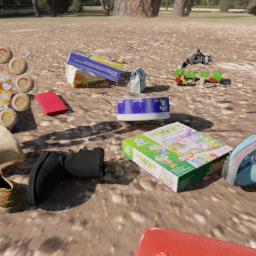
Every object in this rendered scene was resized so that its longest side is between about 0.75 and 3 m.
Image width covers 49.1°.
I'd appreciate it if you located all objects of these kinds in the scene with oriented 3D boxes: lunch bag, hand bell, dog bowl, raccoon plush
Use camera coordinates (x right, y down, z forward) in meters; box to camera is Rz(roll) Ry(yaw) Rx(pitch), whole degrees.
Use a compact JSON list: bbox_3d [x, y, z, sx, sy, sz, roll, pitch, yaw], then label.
[{"bbox_3d":[0.415,-2.047,11.789,0.586,0.961,0.818,9,27,19],"label":"lunch bag"},{"bbox_3d":[-3.497,0.883,6.174,1.086,1.086,2.085,21,44,35],"label":"hand bell"},{"bbox_3d":[0.466,-0.607,8.573,1.620,0.638,1.620,-3,5,0],"label":"dog bowl"},{"bbox_3d":[2.058,-1.932,8.403,0.632,0.943,0.456,45,31,-8],"label":"raccoon plush"}]

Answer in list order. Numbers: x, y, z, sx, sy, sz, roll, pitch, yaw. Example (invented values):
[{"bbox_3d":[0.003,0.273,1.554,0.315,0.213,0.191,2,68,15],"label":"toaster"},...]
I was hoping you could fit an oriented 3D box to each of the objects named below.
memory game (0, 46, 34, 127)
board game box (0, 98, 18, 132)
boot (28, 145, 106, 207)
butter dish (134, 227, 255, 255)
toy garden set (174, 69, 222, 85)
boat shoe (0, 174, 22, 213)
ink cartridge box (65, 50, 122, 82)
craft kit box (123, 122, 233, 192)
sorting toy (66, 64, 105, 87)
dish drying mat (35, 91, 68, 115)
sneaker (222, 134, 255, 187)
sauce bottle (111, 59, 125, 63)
[{"bbox_3d":[-3.607,-1.033,7.167,2.413,2.413,0.154,-1,-7,-2],"label":"memory game"},{"bbox_3d":[-4.508,-0.401,9.100,1.555,0.397,2.295,-11,29,-22],"label":"board game box"},{"bbox_3d":[-1.238,0.976,6.084,1.485,0.671,1.813,-1,23,-3],"label":"boot"},{"bbox_3d":[0.880,2.166,3.133,1.726,1.280,1.731,7,69,20],"label":"butter dish"},{"bbox_3d":[3.144,-2.244,12.853,2.110,0.421,1.759,9,26,16],"label":"toy garden set"},{"bbox_3d":[-2.781,1.155,5.809,1.610,0.547,0.579,15,30,28],"label":"boat shoe"},{"bbox_3d":[-1.490,-2.978,13.091,2.443,0.581,2.472,18,16,-8],"label":"ink cartridge box"},{"bbox_3d":[1.238,0.594,7.087,2.011,0.488,1.986,-18,29,-33],"label":"craft kit box"},{"bbox_3d":[-1.894,-2.388,12.728,1.528,0.907,1.698,-3,24,-24],"label":"sorting toy"},{"bbox_3d":[-2.891,-0.934,10.440,0.797,0.189,2.075,-14,30,-24],"label":"dish drying mat"},{"bbox_3d":[3.444,0.801,5.873,2.913,1.155,1.392,-8,29,-14],"label":"sneaker"},{"bbox_3d":[-0.591,-3.900,16.309,0.787,0.255,0.255,4,27,6],"label":"sauce bottle"}]
